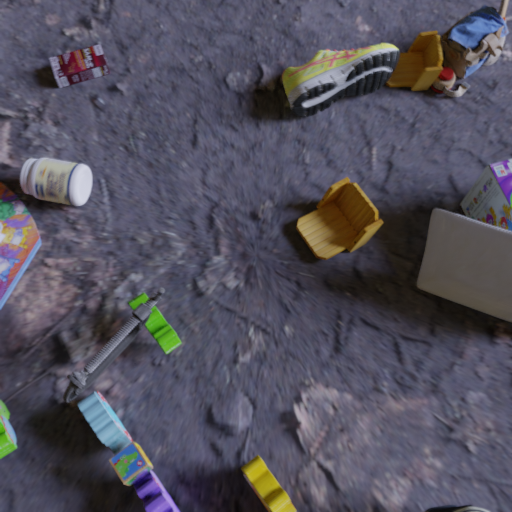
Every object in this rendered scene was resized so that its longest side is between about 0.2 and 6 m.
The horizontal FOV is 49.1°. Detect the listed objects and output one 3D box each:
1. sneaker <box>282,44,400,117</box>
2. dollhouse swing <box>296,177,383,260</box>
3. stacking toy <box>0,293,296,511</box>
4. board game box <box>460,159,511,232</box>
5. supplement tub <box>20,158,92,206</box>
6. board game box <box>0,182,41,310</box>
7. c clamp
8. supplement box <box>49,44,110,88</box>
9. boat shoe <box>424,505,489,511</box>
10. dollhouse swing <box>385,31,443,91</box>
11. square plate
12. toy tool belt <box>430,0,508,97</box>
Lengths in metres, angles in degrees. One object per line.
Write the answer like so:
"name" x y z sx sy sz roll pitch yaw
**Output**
"sneaker" 1.575 -3.590 10.658 2.408 0.941 1.087 -22 60 -10
"dollhouse swing" 1.343 -0.600 9.448 0.907 0.938 1.032 -21 67 -31
"stacking toy" -1.779 2.888 7.985 2.999 0.935 3.977 -34 69 -15
"board game box" 4.611 -0.211 8.981 1.325 1.349 2.573 -15 68 -6
"supplement tub" -3.477 -1.304 9.773 1.015 0.736 0.736 10 67 5
"board game box" -6.198 0.319 8.811 4.089 1.008 5.175 21 66 7
"c clamp" -1.954 1.214 7.562 0.256 1.612 1.887 41 74 1
"supplement box" -3.473 -3.744 11.043 1.031 0.314 0.561 -20 68 -9
"boat shoe" 1.751 4.184 7.350 3.184 0.991 1.188 -28 76 5
"dollhouse swing" 3.001 -3.801 10.854 0.836 0.864 0.951 6 67 -9
"square plate" 3.436 0.152 8.463 1.782 1.799 0.256 21 51 24
"toy tool belt" 4.101 -4.079 10.718 1.182 1.163 1.893 41 73 15
